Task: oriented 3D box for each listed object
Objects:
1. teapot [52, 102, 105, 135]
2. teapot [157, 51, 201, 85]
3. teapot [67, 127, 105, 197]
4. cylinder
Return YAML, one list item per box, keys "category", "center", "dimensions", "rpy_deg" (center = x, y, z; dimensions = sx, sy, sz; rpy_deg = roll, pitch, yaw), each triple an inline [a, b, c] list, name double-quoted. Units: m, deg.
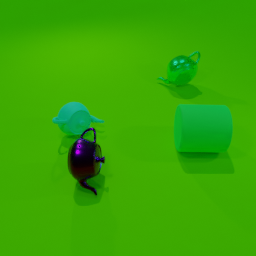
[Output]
- category: "teapot"
  center: [-1.420, -0.221, 7.923]
  dimensions: [1.558, 0.969, 0.763]
  rpy_deg: [-3, 19, -41]
- category: "teapot"
  center: [1.844, -2.099, 10.107]
  dimensions: [1.136, 1.827, 0.895]
  rpy_deg: [20, 41, -52]
- category: "teapot"
  center: [-0.921, 0.786, 6.507]
  dimensions: [0.788, 1.608, 1.000]
  rpy_deg: [1, -5, 9]
- category: "cylinder"
  center: [1.929, 0.010, 7.400]
  dimensions: [1.247, 1.247, 1.247]
  rpy_deg: [1, 38, 0]
